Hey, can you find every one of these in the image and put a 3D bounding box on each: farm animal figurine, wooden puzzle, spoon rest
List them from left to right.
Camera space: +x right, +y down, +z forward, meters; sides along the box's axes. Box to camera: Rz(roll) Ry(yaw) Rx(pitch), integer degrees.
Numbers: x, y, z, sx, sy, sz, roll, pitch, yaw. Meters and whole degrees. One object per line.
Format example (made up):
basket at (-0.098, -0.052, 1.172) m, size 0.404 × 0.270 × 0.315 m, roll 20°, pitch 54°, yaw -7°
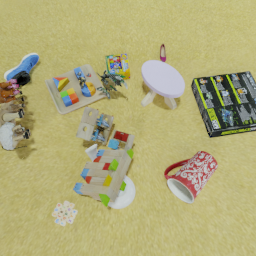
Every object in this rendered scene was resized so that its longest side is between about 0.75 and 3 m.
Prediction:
farm animal figurine at (-4.932, -0.509, 11.075) m, size 1.555 × 2.983 × 2.950 m, roll -15°, pitch 88°, yaw -11°
wooden puzzle at (-2.385, -1.898, 12.697) m, size 2.338 × 0.541 × 2.166 m, roll -23°, pitch 61°, yaw -14°
spoon rest at (-0.707, 1.806, 10.454) m, size 1.259 × 0.768 × 2.533 m, roll -31°, pitch 77°, yaw -16°

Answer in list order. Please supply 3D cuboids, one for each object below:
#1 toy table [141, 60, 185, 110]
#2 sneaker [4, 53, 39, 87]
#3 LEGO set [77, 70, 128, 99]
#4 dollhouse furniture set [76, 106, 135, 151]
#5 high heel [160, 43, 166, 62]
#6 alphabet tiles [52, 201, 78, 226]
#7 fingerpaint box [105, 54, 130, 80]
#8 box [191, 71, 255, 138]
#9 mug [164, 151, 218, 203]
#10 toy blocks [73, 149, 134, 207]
toy table at (1.437, -1.806, 12.205) m, size 2.025 × 1.290 × 2.203 m, roll -23°, pitch 61°, yaw -13°
sneaker at (-4.710, -2.647, 13.019) m, size 1.060 × 0.731 × 1.905 m, roll 38°, pitch 70°, yaw 27°
LEGO set at (-1.032, -2.030, 11.897) m, size 2.218 × 1.441 × 0.629 m, roll 22°, pitch 50°, yaw 0°
dollhouse furniture set at (-0.766, 0.060, 10.606) m, size 1.758 × 1.239 × 1.232 m, roll 16°, pitch 88°, yaw 29°
high heel at (1.734, -3.721, 13.856) m, size 0.316 × 0.451 × 0.939 m, roll -6°, pitch 59°, yaw -3°
alphabet tiles at (-2.246, 3.039, 9.976) m, size 0.820 × 0.061 × 0.839 m, roll 18°, pitch 60°, yaw 10°
fingerpaint box at (-0.489, -2.908, 13.354) m, size 1.065 × 0.468 × 1.277 m, roll -6°, pitch 59°, yaw -4°
box at (4.457, -1.093, 12.150) m, size 2.746 × 0.676 × 2.844 m, roll -10°, pitch 60°, yaw -4°
mug at (2.276, 1.600, 10.253) m, size 1.528 × 1.149 × 1.722 m, roll 40°, pitch 63°, yaw 19°
toy blocks at (-0.950, 1.644, 10.055) m, size 1.594 × 1.165 × 2.331 m, roll -1°, pitch 50°, yaw 33°
